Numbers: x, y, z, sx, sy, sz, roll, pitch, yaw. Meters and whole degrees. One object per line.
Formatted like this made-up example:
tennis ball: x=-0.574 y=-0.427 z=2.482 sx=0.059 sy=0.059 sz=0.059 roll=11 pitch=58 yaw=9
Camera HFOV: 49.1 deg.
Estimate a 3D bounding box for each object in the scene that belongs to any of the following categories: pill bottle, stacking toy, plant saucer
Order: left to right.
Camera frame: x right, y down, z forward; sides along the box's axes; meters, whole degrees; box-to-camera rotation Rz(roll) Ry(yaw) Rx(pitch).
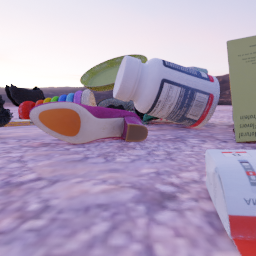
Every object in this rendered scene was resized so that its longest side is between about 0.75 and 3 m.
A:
stacking toy: x=-2.811 y=-0.759 z=10.936 sx=2.970 sy=1.268 sz=1.268 roll=-4 pitch=5 yaw=7
plant saucer: x=-0.544 y=-2.255 z=11.606 sx=2.943 sy=0.457 sz=2.943 roll=-15 pitch=31 yaw=9
pill bottle: x=1.085 y=-1.141 z=8.418 sx=2.834 sy=1.695 sz=1.695 roll=15 pitch=2 yaw=-12

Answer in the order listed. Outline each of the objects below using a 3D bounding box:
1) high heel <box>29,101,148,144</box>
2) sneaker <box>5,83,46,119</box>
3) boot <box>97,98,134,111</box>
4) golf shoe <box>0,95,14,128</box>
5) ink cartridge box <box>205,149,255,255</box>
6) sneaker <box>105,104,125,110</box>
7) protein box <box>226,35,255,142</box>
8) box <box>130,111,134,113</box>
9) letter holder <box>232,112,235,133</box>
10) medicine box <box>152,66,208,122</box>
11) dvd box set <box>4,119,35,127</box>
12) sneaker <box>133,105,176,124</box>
high heel: x=-0.807 y=-0.195 z=5.922 sx=2.409 sy=0.811 sz=1.155 roll=3 pitch=14 yaw=-19
sneaker: x=-3.974 y=-1.186 z=12.650 sx=0.895 sy=1.554 sz=2.980 roll=7 pitch=9 yaw=43
boot: x=-0.104 y=-1.011 z=14.499 sx=2.841 sy=0.962 sz=1.856 roll=-4 pitch=12 yaw=-20
golf shoe: x=-3.364 y=-0.035 z=5.705 sx=1.133 sy=0.932 sz=2.398 roll=-23 pitch=6 yaw=8
ink cartridge box: x=1.323 y=0.471 z=1.876 sx=1.406 sy=0.435 sz=1.734 roll=0 pitch=3 yaw=8
sneaker: x=-0.779 y=-0.693 z=13.507 sx=0.777 sy=0.673 sz=1.876 roll=-24 pitch=-6 yaw=25
protein box: x=3.197 y=-0.855 z=5.764 sx=2.022 sy=2.037 sz=1.374 roll=-5 pitch=3 yaw=23
box: x=-0.062 y=-0.524 z=11.898 sx=1.550 sy=0.386 sz=1.222 roll=2 pitch=6 yaw=17
letter holder: x=3.951 y=-0.412 z=7.519 sx=2.138 sy=1.075 sz=1.520 roll=2 pitch=4 yaw=17
medicine box: x=1.875 y=-1.295 z=11.169 sx=2.274 sy=2.071 sz=1.170 roll=5 pitch=8 yaw=42
dvd box set: x=-3.807 y=-0.176 z=9.574 sx=1.124 sy=0.165 sz=0.822 roll=-5 pitch=7 yaw=-36
sneaker: x=1.205 y=-0.669 z=9.961 sx=2.540 sy=1.062 sz=1.534 roll=2 pitch=4 yaw=37
